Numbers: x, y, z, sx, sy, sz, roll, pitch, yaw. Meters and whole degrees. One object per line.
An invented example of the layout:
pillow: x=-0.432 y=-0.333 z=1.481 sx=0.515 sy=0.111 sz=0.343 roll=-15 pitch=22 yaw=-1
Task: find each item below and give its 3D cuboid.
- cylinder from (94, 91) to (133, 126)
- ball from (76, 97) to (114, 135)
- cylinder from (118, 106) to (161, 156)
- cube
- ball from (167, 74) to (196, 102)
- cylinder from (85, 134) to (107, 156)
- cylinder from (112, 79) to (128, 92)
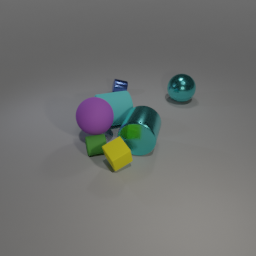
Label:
cylinder: x=-0.629 y=-0.804 z=11.903 sx=1.400 sy=1.400 sz=1.400 roll=-10 pitch=33 yaw=-16
ball: x=-1.224 y=-0.439 z=10.355 sx=1.400 sy=1.400 sz=1.400 roll=0 pitch=31 yaw=0
cylinder: x=0.457 y=0.075 z=10.427 sx=1.400 sy=1.400 sz=1.400 roll=7 pitch=31 yaw=12
cube: x=-0.345 y=0.856 z=9.272 sx=0.700 sy=0.700 sz=0.700 roll=-30 pitch=56 yaw=-13
ball: x=2.638 y=-1.973 z=13.825 sx=1.400 sy=1.400 sz=1.400 roll=0 pitch=31 yaw=0
cylinder: x=-1.167 y=0.611 z=10.234 sx=0.700 sy=0.700 sz=0.700 roll=-9 pitch=32 yaw=-13
cylinder: x=-0.430 y=-2.171 z=14.690 sx=0.700 sy=0.700 sz=0.700 roll=10 pitch=29 yaw=-13
